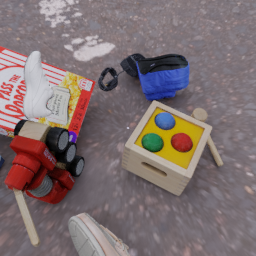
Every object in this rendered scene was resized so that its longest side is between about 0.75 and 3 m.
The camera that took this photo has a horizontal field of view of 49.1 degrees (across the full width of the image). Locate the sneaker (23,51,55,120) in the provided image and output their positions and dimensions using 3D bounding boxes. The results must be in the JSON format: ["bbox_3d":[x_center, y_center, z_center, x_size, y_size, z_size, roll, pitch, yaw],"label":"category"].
[{"bbox_3d":[-1.594,-0.762,5.046,0.534,0.457,1.227,0,95,-9],"label":"sneaker"}]

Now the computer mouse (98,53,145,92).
[{"bbox_3d":[-0.129,-1.497,7.685,0.702,0.407,2.394,52,41,-2],"label":"computer mouse"}]

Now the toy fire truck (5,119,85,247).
[{"bbox_3d":[-1.614,1.086,5.232,1.265,1.731,1.966,13,60,16],"label":"toy fire truck"}]

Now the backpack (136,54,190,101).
[{"bbox_3d":[0.960,-1.370,7.422,1.294,1.086,1.052,-13,40,2],"label":"backpack"}]

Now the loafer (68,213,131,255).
[{"bbox_3d":[-0.149,2.413,4.810,0.736,0.842,2.341,-21,61,-40],"label":"loafer"}]

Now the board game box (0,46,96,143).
[{"bbox_3d":[-2.214,-0.628,6.519,2.474,0.573,1.874,18,65,-11],"label":"board game box"}]

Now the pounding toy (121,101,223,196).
[{"bbox_3d":[1.293,0.200,6.181,2.002,1.043,2.279,26,56,11],"label":"pounding toy"}]

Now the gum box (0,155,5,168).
[{"bbox_3d":[-3.454,0.742,5.051,0.524,2.354,2.000,3,51,15],"label":"gum box"}]
